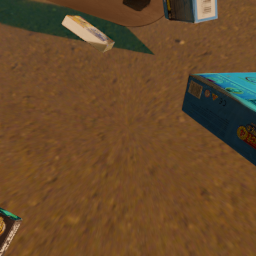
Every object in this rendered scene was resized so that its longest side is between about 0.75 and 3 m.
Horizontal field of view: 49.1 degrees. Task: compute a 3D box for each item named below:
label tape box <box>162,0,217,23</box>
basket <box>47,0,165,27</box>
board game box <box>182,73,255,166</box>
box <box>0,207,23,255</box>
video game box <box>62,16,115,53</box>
[{"bbox_3d":[0.965,-2.319,4.696,0.442,0.958,1.337,-15,26,-7],"label":"label tape box"},{"bbox_3d":[-0.671,-3.169,5.495,2.574,1.942,2.855,25,23,25],"label":"basket"},{"bbox_3d":[2.648,-0.155,4.514,2.510,0.716,2.563,-6,31,-25],"label":"board game box"},{"bbox_3d":[-2.334,1.556,3.732,1.317,0.330,1.327,24,76,4],"label":"box"},{"bbox_3d":[-0.813,-2.039,6.057,1.013,0.237,0.923,34,19,-7],"label":"video game box"}]
